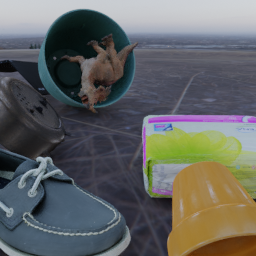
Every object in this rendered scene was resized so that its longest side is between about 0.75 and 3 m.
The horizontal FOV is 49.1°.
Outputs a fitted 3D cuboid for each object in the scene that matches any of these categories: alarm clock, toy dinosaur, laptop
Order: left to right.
[{"bbox_3d":[-2.231,-0.409,5.569,2.556,0.851,1.724,42,11,-17],"label":"alarm clock"},{"bbox_3d":[-4.150,-1.875,11.195,2.889,1.492,2.560,-8,7,16],"label":"laptop"},{"bbox_3d":[-0.735,-1.700,8.689,2.816,1.909,1.209,-32,13,-33],"label":"toy dinosaur"}]

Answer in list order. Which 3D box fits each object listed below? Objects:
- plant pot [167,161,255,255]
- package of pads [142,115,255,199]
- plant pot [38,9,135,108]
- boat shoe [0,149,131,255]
[{"bbox_3d":[0.835,0.869,2.738,1.013,1.013,0.927,-2,40,-5],"label":"plant pot"},{"bbox_3d":[1.374,0.413,4.757,2.250,0.767,1.738,0,26,3],"label":"package of pads"},{"bbox_3d":[-1.625,-2.070,9.500,2.999,2.999,2.406,-11,4,-29],"label":"plant pot"},{"bbox_3d":[-1.334,0.831,3.619,2.983,0.922,1.086,9,19,31],"label":"boat shoe"}]
